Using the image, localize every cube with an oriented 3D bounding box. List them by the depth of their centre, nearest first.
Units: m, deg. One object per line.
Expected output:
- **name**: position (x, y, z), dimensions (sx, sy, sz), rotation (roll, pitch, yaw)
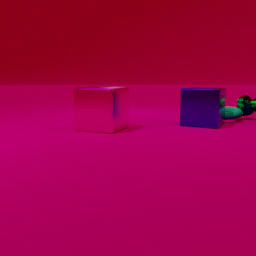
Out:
- **cube**: position (-0.708, -0.545, 7.772), dimensions (1.158, 1.158, 1.158), rotation (4, 10, 23)
- **cube**: position (2.278, -0.645, 8.474), dimensions (1.124, 1.124, 1.124), rotation (5, 11, 28)

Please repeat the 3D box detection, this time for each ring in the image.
- **ring**: position (3.157, -0.503, 9.448), dimensions (1.287, 0.257, 1.287), rotation (-5, 14, 1)

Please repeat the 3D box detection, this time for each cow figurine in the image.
- **cow figurine**: position (4.512, -0.660, 9.407), dimensions (0.898, 1.611, 1.637), rotation (-26, 61, -39)
